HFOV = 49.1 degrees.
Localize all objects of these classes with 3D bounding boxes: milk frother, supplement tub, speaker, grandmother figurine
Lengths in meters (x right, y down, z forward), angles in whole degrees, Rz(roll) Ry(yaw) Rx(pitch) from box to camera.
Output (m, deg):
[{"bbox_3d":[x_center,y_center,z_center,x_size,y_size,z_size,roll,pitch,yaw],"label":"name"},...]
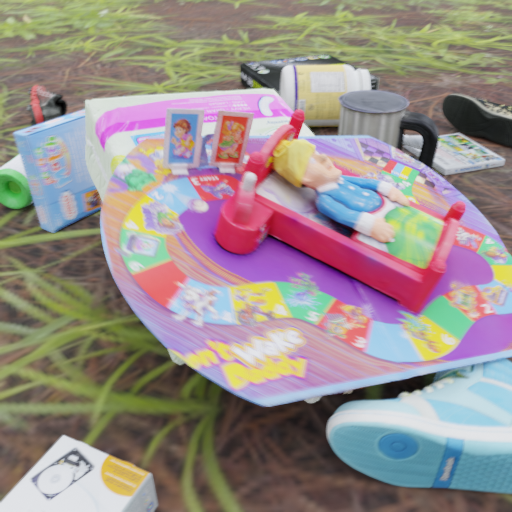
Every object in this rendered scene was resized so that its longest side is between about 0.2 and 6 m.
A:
[{"bbox_3d":[2.154,-1.963,9.719,1.701,1.773,1.884,1,34,0],"label":"milk frother"},{"bbox_3d":[1.503,-3.553,12.491,1.850,1.345,1.345,-1,34,-3],"label":"supplement tub"},{"bbox_3d":[-3.914,-1.547,9.994,0.794,0.794,1.795,6,34,9],"label":"speaker"},{"bbox_3d":[0.737,1.281,5.565,0.775,0.235,0.470,-9,8,-44],"label":"grandmother figurine"}]

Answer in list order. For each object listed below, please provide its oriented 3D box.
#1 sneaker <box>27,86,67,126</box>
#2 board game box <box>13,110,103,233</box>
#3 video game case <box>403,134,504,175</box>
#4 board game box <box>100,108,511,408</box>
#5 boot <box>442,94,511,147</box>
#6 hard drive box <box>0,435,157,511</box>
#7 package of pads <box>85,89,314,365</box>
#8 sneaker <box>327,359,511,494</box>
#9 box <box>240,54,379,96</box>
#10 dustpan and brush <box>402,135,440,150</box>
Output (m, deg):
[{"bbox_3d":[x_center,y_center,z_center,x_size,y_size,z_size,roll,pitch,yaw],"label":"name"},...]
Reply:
[{"bbox_3d":[-4.873,-3.536,13.116,0.848,0.613,1.736,-11,38,-15],"label":"sneaker"},{"bbox_3d":[-2.742,-1.551,9.233,0.390,1.612,2.131,18,37,33],"label":"board game box"},{"bbox_3d":[3.967,-2.082,11.348,1.372,0.166,1.506,-11,34,-16],"label":"video game case"},{"bbox_3d":[0.842,-0.528,5.892,4.742,0.923,3.747,-5,48,-22],"label":"board game box"},{"bbox_3d":[5.338,-3.116,12.402,1.559,0.745,2.064,-25,47,-36],"label":"boot"},{"bbox_3d":[-1.583,2.246,4.583,0.991,0.489,1.272,14,36,21],"label":"hard drive box"},{"bbox_3d":[-0.252,-0.674,7.351,3.018,1.332,3.907,-11,50,-27],"label":"package of pads"},{"bbox_3d":[1.731,1.463,5.472,2.144,0.853,1.400,10,36,-2],"label":"sneaker"},{"bbox_3d":[1.297,-4.544,14.584,2.784,0.661,2.688,-12,33,-17],"label":"box"},{"bbox_3d":[2.388,-2.126,10.277,2.182,0.624,1.523,24,79,34],"label":"dustpan and brush"}]
